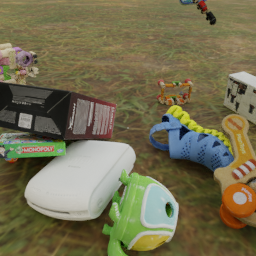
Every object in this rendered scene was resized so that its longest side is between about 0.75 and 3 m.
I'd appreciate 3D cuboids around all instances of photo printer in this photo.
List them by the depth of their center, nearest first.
[{"bbox_3d":[-0.973,1.024,5.778,1.668,0.696,2.005,3,30,28],"label":"photo printer"}]

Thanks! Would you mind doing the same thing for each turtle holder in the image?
[{"bbox_3d":[0.221,1.536,4.686,1.115,1.193,1.570,18,26,0],"label":"turtle holder"}]

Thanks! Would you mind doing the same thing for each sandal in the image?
[{"bbox_3d":[1.464,0.448,6.752,1.173,1.071,2.694,-28,34,-18],"label":"sandal"}]

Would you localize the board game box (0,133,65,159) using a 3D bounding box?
[{"bbox_3d":[-2.266,0.353,6.496,1.397,0.302,2.076,-3,6,-19],"label":"board game box"}]

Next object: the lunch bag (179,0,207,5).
[{"bbox_3d":[2.397,-5.237,10.122,1.138,1.416,0.584,-3,15,4],"label":"lunch bag"}]

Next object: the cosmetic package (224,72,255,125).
[{"bbox_3d":[4.082,-0.658,8.328,0.704,1.148,2.781,-15,34,-19],"label":"cosmetic package"}]

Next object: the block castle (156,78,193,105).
[{"bbox_3d":[1.603,-1.273,9.661,1.184,0.791,0.555,-4,30,-9],"label":"block castle"}]

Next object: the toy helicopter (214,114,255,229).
[{"bbox_3d":[2.401,0.690,5.365,1.555,0.927,2.351,-9,54,9],"label":"toy helicopter"}]

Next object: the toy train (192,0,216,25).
[{"bbox_3d":[2.283,-3.750,8.646,0.231,1.356,0.310,-36,-8,6],"label":"toy train"}]

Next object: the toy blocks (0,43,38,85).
[{"bbox_3d":[-4.346,-1.860,9.678,1.955,1.827,1.646,27,36,32],"label":"toy blocks"}]

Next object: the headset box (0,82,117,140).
[{"bbox_3d":[-1.632,-0.358,7.002,2.012,1.016,2.708,10,2,20],"label":"headset box"}]

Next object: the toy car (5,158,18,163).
[{"bbox_3d":[-3.190,0.688,6.865,1.058,0.519,0.352,0,75,-6],"label":"toy car"}]
